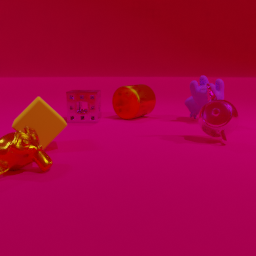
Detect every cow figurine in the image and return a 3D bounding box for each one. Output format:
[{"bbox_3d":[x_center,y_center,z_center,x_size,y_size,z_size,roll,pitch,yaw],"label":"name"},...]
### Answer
[{"bbox_3d":[2.488,-0.907,9.105,0.834,1.495,1.519,-30,31,-22],"label":"cow figurine"}]

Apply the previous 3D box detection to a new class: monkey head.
[{"bbox_3d":[-1.749,0.459,4.633,0.747,0.892,1.240,-38,8,18],"label":"monkey head"}]

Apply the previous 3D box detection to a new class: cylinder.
[{"bbox_3d":[0.220,-0.937,9.835,1.144,1.144,1.144,8,15,34],"label":"cylinder"}]

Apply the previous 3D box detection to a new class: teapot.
[{"bbox_3d":[2.063,-0.314,6.504,0.918,1.477,0.723,-17,-21,18],"label":"teapot"}]

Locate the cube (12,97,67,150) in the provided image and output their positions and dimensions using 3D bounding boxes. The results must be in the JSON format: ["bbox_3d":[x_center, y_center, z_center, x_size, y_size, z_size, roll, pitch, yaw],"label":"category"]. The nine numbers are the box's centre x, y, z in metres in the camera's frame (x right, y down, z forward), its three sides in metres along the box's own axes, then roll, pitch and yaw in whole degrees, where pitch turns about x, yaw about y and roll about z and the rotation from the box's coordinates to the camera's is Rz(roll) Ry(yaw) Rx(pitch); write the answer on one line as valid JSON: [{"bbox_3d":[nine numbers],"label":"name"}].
[{"bbox_3d":[-1.851,-0.106,5.885,0.762,0.762,0.762,-47,21,-5],"label":"cube"}]

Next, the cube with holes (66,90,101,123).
[{"bbox_3d":[-1.439,-0.739,9.315,0.986,0.986,0.986,0,11,1],"label":"cube with holes"}]
